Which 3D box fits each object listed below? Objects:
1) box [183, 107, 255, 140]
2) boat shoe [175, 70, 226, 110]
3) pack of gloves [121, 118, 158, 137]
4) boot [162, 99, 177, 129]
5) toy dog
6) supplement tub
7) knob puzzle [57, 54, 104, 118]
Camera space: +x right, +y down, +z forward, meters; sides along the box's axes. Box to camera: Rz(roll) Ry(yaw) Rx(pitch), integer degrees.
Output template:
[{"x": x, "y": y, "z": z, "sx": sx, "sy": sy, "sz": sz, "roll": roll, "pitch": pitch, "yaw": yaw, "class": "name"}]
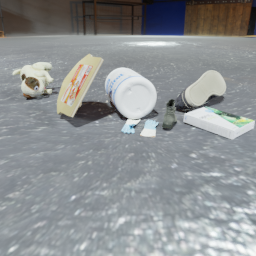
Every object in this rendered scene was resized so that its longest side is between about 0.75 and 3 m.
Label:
[{"x": 2.841, "y": -0.213, "z": 8.823, "sx": 1.277, "sy": 0.322, "sz": 1.770, "roll": -19, "pitch": 32, "yaw": -39, "class": "box"}, {"x": 2.790, "y": -1.425, "z": 10.769, "sx": 2.958, "sy": 1.075, "sz": 0.928, "roll": -30, "pitch": 2, "yaw": -43, "class": "boat shoe"}, {"x": 0.388, "y": -0.115, "z": 8.723, "sx": 1.059, "sy": 0.249, "sz": 1.260, "roll": 3, "pitch": 23, "yaw": 11, "class": "pack of gloves"}, {"x": 1.384, "y": -0.529, "z": 8.859, "sx": 0.428, "sy": 0.827, "sz": 1.266, "roll": 12, "pitch": 20, "yaw": 11, "class": "boot"}, {"x": -3.991, "y": -2.021, "z": 11.889, "sx": 1.717, "sy": 1.235, "sz": 1.771, "roll": 17, "pitch": 31, "yaw": -26, "class": "toy dog"}, {"x": 0.032, "y": -1.296, "z": 9.992, "sx": 1.435, "sy": 1.435, "sz": 2.175, "roll": -6, "pitch": 22, "yaw": -14, "class": "supplement tub"}, {"x": -1.703, "y": -1.418, "z": 9.437, "sx": 0.350, "sy": 2.526, "sz": 2.526, "roll": 28, "pitch": 6, "yaw": -32, "class": "knob puzzle"}]
